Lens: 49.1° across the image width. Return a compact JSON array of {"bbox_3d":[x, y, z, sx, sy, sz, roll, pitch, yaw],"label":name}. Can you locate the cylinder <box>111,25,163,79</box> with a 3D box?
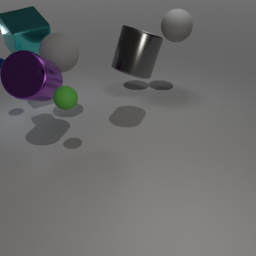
[{"bbox_3d":[0.291,-2.512,9.307,1.400,1.400,1.400,16,19,-6],"label":"cylinder"}]

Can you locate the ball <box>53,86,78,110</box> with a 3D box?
[{"bbox_3d":[-1.811,-0.875,8.139,0.700,0.700,0.700,0,29,0],"label":"ball"}]

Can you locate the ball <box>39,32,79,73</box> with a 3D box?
[{"bbox_3d":[-2.455,-2.698,10.039,1.400,1.400,1.400,0,29,0],"label":"ball"}]

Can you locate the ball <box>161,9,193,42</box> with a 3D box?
[{"bbox_3d":[2.163,-4.536,12.439,1.400,1.400,1.400,0,29,0],"label":"ball"}]

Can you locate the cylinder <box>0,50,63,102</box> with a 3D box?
[{"bbox_3d":[-2.898,-1.539,8.601,1.400,1.400,1.400,4,3,6],"label":"cylinder"}]

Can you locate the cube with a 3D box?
[{"bbox_3d":[-3.867,-3.532,10.697,1.400,1.400,1.400,-27,62,-27],"label":"cube"}]

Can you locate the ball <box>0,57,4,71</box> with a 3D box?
[{"bbox_3d":[-4.801,-2.266,10.318,0.700,0.700,0.700,0,29,0],"label":"ball"}]
